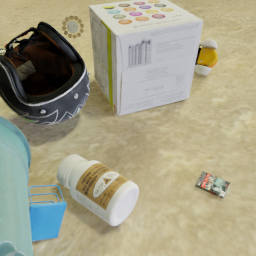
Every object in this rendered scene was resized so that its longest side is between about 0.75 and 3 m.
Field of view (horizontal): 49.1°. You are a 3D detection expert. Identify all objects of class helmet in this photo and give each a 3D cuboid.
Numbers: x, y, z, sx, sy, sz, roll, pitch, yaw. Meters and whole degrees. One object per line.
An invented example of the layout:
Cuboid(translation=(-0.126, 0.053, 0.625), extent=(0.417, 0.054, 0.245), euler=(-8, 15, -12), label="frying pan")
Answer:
Cuboid(translation=(-2.663, -1.494, 8.890), extent=(2.978, 2.840, 2.978), euler=(-35, 18, 13), label="helmet")

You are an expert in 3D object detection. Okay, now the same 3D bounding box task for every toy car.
Cuboid(translation=(3.075, -3.093, 12.157), extent=(1.664, 1.456, 1.247), euler=(19, 9, 22), label="toy car")

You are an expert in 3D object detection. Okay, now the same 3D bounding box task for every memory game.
Cuboid(translation=(-2.356, -4.321, 12.005), extent=(0.964, 0.964, 0.061), euler=(-7, 26, -8), label="memory game")

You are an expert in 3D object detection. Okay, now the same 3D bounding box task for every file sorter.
Cuboid(translation=(-1.886, 1.865, 6.190), extent=(0.738, 1.063, 0.652), euler=(3, 30, -29), label="file sorter")

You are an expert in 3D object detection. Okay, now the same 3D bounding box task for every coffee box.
Cuboid(translation=(0.452, -2.734, 10.241), extent=(2.968, 2.972, 2.939), euler=(-14, 42, -16), label="coffee box")

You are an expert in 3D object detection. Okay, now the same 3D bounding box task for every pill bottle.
Cuboid(translation=(-0.783, 1.414, 6.816), extent=(1.896, 1.084, 1.084), euler=(26, 47, 28), label="pill bottle")

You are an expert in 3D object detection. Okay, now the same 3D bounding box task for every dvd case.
Cuboid(translation=(2.265, 1.506, 7.483), extent=(0.777, 0.086, 0.567), euler=(21, 44, 24), label="dvd case")

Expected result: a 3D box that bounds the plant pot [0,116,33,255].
Cuboid(translation=(-3.059, 1.604, 4.998), extent=(2.974, 2.974, 2.913), euler=(-16, 40, -18), label="plant pot")

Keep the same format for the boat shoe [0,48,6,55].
Cuboid(translation=(-6.446, -2.836, 11.858), extent=(0.889, 1.077, 2.876), euler=(33, 49, 31), label="boat shoe")
